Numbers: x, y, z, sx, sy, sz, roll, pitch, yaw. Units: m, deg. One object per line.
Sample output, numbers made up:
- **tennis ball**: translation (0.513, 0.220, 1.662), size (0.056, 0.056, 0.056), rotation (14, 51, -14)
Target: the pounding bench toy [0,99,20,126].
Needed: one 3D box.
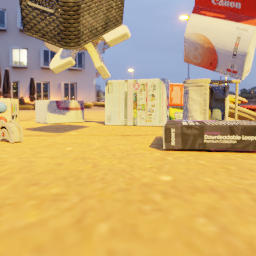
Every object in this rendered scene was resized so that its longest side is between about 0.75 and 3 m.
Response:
- **pounding bench toy**: translation (-4.078, -0.401, 8.204), size (1.463, 0.909, 1.141), rotation (-1, 5, -8)

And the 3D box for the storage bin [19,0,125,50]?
- **storage bin**: translation (-0.991, -2.333, 5.342), size (1.264, 0.876, 1.869), rotation (25, 43, 19)

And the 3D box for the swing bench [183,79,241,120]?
- **swing bench**: translation (2.447, -0.699, 8.405), size (1.478, 1.470, 0.959), rotation (-2, 5, -17)

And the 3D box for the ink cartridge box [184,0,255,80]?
- **ink cartridge box**: translation (2.342, -2.515, 7.188), size (1.875, 2.312, 0.580), rotation (29, 59, 33)

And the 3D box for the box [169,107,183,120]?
- **box**: translation (2.323, -0.553, 11.691), size (1.684, 0.694, 2.870), rotation (0, 6, -3)

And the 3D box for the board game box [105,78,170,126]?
- **board game box**: translation (0.315, -0.902, 9.983), size (2.214, 1.633, 0.712), rotation (2, 3, 22)

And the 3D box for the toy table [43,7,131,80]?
- **toy table**: translation (-1.344, -2.967, 9.026), size (2.906, 1.702, 2.671), rotation (-31, -35, 17)

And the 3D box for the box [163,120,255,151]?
- **box**: translation (1.874, 0.098, 4.926), size (2.468, 0.445, 1.764), rotation (2, 4, 10)

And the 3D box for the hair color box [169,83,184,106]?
- **hair color box**: translation (1.113, -1.338, 11.217), size (2.894, 0.886, 1.469), rotation (4, 5, 8)

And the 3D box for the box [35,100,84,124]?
- **box**: translation (-2.793, -0.682, 11.544), size (1.702, 0.927, 1.088), rotation (-4, 6, -44)

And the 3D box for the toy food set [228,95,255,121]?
- **toy food set**: translation (4.158, -0.864, 11.430), size (2.761, 0.672, 2.733), rotation (19, 3, 0)

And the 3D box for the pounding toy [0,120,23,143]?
- **pounding toy**: translation (-2.413, 0.089, 5.392), size (0.791, 0.453, 0.454), rotation (27, 20, 35)
